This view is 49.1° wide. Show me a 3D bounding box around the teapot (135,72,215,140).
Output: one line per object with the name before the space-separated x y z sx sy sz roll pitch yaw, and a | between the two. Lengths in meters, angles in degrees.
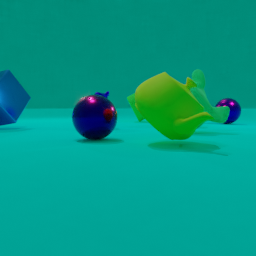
teapot | 0.813 -0.422 4.914 1.288 1.014 2.072 35 16 -28

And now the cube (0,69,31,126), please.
cube | -3.847 -0.847 8.286 1.147 1.147 1.147 -8 44 22

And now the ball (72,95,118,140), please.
ball | -0.659 -0.211 5.580 0.901 0.901 0.901 0 4 0

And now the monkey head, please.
monkey head | 1.764 -0.551 7.051 1.325 1.841 1.110 5 -30 44

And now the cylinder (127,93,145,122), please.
cylinder | 0.746 -1.067 12.153 1.205 1.205 1.205 -27 4 2

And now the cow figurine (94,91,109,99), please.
cow figurine | -0.722 -0.671 8.620 1.103 0.605 1.085 36 34 19

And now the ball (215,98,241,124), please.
ball | 3.794 -0.650 10.690 0.986 0.986 0.986 0 4 0
